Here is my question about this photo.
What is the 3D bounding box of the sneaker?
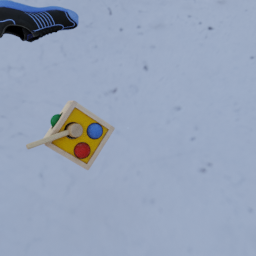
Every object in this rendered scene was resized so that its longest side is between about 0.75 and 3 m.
[{"bbox_3d":[-2.209,-2.540,6.963,2.116,0.742,0.824,-5,83,-30],"label":"sneaker"}]

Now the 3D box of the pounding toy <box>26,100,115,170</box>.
[{"bbox_3d":[-1.103,0.141,5.417,1.270,0.903,1.170,35,82,-20],"label":"pounding toy"}]
